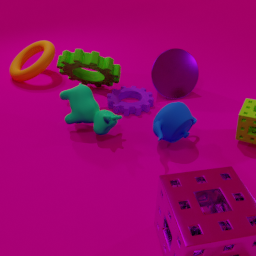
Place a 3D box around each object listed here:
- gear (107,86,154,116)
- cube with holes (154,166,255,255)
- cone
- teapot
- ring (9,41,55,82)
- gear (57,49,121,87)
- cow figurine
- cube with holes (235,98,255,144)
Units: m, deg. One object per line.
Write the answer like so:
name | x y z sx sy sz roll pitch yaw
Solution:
gear | 0.071 -0.861 8.646 1.414 0.262 1.414 0 36 0
cube with holes | 1.216 1.561 4.431 1.257 1.257 1.257 -6 36 -8
cone | 1.339 -1.806 9.532 1.573 1.573 1.579 -7 10 -10
teapot | 1.110 -0.065 6.751 1.678 1.044 0.822 -18 53 -41
ring | -3.424 -2.414 10.015 1.880 0.376 1.880 -16 49 19
gear | -1.196 -1.808 8.713 1.929 1.929 0.357 7 78 9
cow figurine | -0.944 -0.493 7.226 1.430 1.453 0.798 -14 -2 21
cube with holes | 3.160 -0.145 6.859 0.766 0.766 0.766 14 43 28
